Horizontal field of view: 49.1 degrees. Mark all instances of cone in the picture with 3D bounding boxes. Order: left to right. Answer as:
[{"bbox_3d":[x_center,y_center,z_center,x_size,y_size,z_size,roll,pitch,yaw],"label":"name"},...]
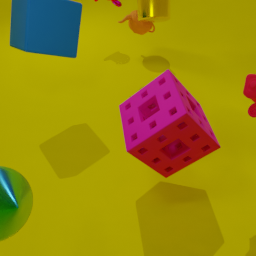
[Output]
[{"bbox_3d":[-1.415,0.893,3.236,0.962,0.958,0.958,-15,25,51],"label":"cone"}]

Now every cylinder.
[{"bbox_3d":[0.750,-3.626,8.132,0.953,0.953,0.953,-2,13,0],"label":"cylinder"}]

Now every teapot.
[{"bbox_3d":[0.336,-3.459,9.276,1.367,0.669,0.850,9,49,-29],"label":"teapot"}]

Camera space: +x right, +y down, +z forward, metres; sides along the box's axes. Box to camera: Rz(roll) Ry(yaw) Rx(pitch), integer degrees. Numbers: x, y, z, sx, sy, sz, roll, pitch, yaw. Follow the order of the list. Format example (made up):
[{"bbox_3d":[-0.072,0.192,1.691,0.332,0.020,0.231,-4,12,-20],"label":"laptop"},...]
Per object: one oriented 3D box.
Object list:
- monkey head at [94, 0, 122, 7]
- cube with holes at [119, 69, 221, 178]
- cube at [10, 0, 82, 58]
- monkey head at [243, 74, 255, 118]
[{"bbox_3d":[-0.824,-5.233,10.701,1.015,1.410,0.850,-43,38,-19],"label":"monkey head"},{"bbox_3d":[0.827,-0.055,5.926,1.362,1.362,1.362,-35,41,23],"label":"cube with holes"},{"bbox_3d":[-2.119,-2.603,7.133,1.338,1.338,1.338,-3,20,-38],"label":"cube"},{"bbox_3d":[2.580,-0.681,4.830,0.841,1.395,1.004,16,34,-37],"label":"monkey head"}]
